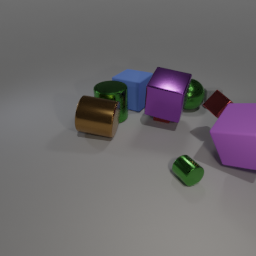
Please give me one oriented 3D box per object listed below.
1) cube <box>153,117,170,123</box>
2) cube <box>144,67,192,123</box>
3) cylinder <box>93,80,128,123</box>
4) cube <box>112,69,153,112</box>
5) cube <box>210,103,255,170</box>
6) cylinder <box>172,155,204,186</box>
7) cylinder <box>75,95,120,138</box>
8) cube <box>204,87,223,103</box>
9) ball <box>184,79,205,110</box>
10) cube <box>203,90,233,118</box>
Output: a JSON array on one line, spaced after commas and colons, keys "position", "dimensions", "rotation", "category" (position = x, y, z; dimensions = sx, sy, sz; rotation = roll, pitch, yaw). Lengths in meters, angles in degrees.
[{"position": [1.512, -0.710, 11.826], "dimensions": [0.700, 0.700, 0.700], "rotation": [12, 33, 18], "category": "cube"}, {"position": [1.528, -1.290, 10.765], "dimensions": [1.400, 1.400, 1.400], "rotation": [16, 46, 14], "category": "cube"}, {"position": [-0.700, -1.092, 11.755], "dimensions": [1.400, 1.400, 1.400], "rotation": [-1, 32, 1], "category": "cylinder"}, {"position": [0.230, -1.766, 12.867], "dimensions": [1.400, 1.400, 1.400], "rotation": [15, 33, 26], "category": "cube"}, {"position": [3.515, 0.223, 8.262], "dimensions": [1.400, 1.400, 1.400], "rotation": [5, 44, 47], "category": "cube"}, {"position": [1.814, 1.280, 8.481], "dimensions": [0.700, 0.700, 0.700], "rotation": [-15, 34, -23], "category": "cylinder"}, {"position": [-1.113, -0.435, 10.545], "dimensions": [1.400, 1.400, 1.400], "rotation": [11, 32, 7], "category": "cylinder"}, {"position": [3.888, -1.446, 12.793], "dimensions": [0.700, 0.700, 0.700], "rotation": [-1, 17, 6], "category": "cube"}, {"position": [2.707, -1.502, 12.483], "dimensions": [1.400, 1.400, 1.400], "rotation": [0, 31, 0], "category": "ball"}, {"position": [3.126, -0.737, 9.482], "dimensions": [0.700, 0.700, 0.700], "rotation": [23, 23, -47], "category": "cube"}]
